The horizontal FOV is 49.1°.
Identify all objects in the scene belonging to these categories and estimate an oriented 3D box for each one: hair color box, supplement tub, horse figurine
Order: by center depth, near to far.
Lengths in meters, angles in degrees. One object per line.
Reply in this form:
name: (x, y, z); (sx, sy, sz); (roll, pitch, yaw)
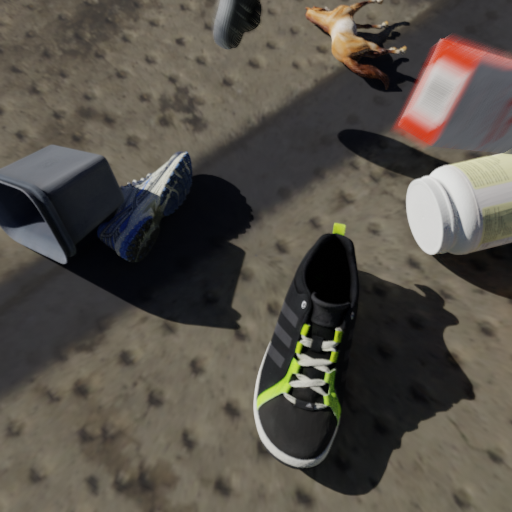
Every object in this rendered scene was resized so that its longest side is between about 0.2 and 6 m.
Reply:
hair color box: (2.179, -1.494, 5.442); (1.534, 0.851, 0.490); (-4, 38, -38)
supplement tub: (3.483, -0.807, 8.678); (1.938, 1.405, 1.405); (-13, 63, -7)
horse figurine: (1.959, -4.302, 11.016); (1.583, 0.596, 2.389); (-8, 62, -6)

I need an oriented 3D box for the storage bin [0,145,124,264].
storage bin: (-3.087, -0.879, 8.692); (2.077, 1.511, 1.395); (18, 49, 40)

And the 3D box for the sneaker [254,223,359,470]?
sneaker: (0.724, 1.083, 7.670); (1.221, 1.411, 3.406); (10, 62, 5)

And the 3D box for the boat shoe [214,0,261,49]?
boat shoe: (-0.210, -3.707, 8.467); (0.570, 2.012, 0.690); (32, 75, -1)

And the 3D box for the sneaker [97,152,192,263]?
sneaker: (-1.827, -0.973, 9.136); (0.916, 0.828, 2.149); (23, 64, 17)
